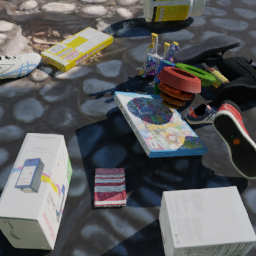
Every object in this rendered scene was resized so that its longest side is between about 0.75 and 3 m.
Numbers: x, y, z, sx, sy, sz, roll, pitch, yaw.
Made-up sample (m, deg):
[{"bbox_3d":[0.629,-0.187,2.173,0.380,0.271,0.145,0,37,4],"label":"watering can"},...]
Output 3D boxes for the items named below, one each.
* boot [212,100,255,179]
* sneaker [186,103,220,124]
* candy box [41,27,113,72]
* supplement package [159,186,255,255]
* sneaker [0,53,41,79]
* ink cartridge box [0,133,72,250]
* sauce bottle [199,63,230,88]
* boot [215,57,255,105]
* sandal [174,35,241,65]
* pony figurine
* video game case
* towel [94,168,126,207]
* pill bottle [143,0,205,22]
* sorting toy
[{"bbox_3d":[3.114,0.239,7.728,0.750,2.072,1.495,-27,7,32],"label":"boot"},{"bbox_3d":[2.624,-0.531,9.025,1.463,0.618,0.549,-11,47,-11],"label":"sneaker"},{"bbox_3d":[-2.121,-3.437,11.983,1.476,0.381,2.887,32,54,24],"label":"candy box"},{"bbox_3d":[1.596,2.141,6.029,1.611,1.214,1.223,-3,46,-3],"label":"supplement package"},{"bbox_3d":[-4.608,-2.389,10.589,2.690,0.975,0.967,-25,50,-24],"label":"sneaker"},{"bbox_3d":[-2.035,1.438,6.456,0.952,1.580,2.175,4,46,4],"label":"ink cartridge box"},{"bbox_3d":[3.198,-1.915,10.466,0.495,0.495,1.501,-18,47,-17],"label":"sauce bottle"},{"bbox_3d":[3.809,-1.788,10.066,2.351,0.870,1.926,-7,48,-16],"label":"boot"},{"bbox_3d":[3.250,-3.171,11.688,2.885,0.618,1.097,-19,42,-5],"label":"sandal"},{"bbox_3d":[1.231,-2.444,10.422,1.604,1.661,1.383,21,40,-2],"label":"pony figurine"},{"bbox_3d":[0.897,-0.193,8.414,1.968,0.245,2.750,0,39,-29],"label":"video game case"},{"bbox_3d":[-0.470,1.532,7.382,0.816,0.129,1.133,-2,46,-1],"label":"towel"},{"bbox_3d":[2.218,-6.110,13.721,2.769,1.583,1.583,-5,46,-6],"label":"pill bottle"},{"bbox_3d":[1.697,-1.388,9.401,1.787,1.220,2.973,29,25,21],"label":"sorting toy"}]
